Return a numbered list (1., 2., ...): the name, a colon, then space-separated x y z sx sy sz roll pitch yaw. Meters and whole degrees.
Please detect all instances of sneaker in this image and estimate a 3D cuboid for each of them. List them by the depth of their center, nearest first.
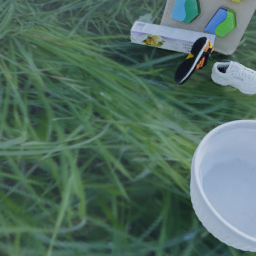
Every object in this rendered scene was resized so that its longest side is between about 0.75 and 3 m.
1. sneaker: 3.282 -1.499 8.203 1.743 0.868 0.653 18 76 25
2. sneaker: 2.041 -1.883 8.377 1.573 0.708 0.550 -58 36 5

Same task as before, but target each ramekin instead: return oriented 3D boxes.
1. ramekin: 2.653 1.324 6.109 2.729 1.432 2.729 0 55 0

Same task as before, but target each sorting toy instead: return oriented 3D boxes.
1. sorting toy: 2.637 -4.129 8.858 2.770 2.993 0.546 25 36 12

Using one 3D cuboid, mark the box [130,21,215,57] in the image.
1. box: 1.466 -3.013 9.466 2.787 0.539 0.578 15 59 14
